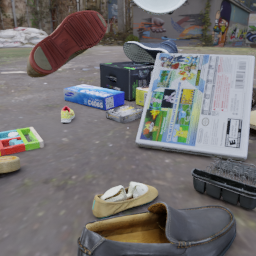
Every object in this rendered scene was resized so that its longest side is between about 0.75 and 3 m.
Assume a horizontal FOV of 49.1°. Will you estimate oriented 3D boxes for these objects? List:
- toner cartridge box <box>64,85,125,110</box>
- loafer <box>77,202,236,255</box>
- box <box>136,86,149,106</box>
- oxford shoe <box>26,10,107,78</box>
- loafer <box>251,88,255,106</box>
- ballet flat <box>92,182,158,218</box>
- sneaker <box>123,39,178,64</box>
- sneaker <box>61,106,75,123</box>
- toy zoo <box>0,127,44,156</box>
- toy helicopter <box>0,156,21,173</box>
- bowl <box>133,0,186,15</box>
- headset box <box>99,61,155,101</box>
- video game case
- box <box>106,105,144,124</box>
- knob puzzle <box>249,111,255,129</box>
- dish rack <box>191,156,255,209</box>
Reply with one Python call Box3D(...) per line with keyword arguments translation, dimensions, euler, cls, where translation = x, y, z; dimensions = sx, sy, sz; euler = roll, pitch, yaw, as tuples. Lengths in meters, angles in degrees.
Box3D(translation=(-1.442, -1.320, 11.657), dimensions=(2.475, 0.534, 1.176), euler=(16, 25, 37), cls="toner cartridge box")
Box3D(translation=(0.506, 1.391, 3.650), dimensions=(2.412, 0.872, 0.878), euler=(-10, 21, -28), cls="loafer")
Box3D(translation=(1.717, -1.473, 11.831), dimensions=(2.865, 0.718, 1.078), euler=(-16, 26, -39), cls="box")
Box3D(translation=(-1.266, -1.733, 5.699), dimensions=(2.091, 0.737, 0.782), euler=(-45, 19, -33), cls="oxford shoe")
Box3D(translation=(3.896, -1.406, 11.248), dimensions=(2.667, 0.973, 0.951), euler=(10, 22, 24), cls="loafer")
Box3D(translation=(0.002, 1.180, 4.907), dimensions=(1.337, 0.421, 0.459), euler=(-13, 23, -33), cls="ballet flat")
Box3D(translation=(1.153, -3.676, 13.224), dimensions=(2.442, 0.928, 1.764), euler=(22, 39, 25), cls="sneaker")
Box3D(translation=(-2.062, -0.535, 9.576), dimensions=(0.417, 0.482, 1.068), euler=(-4, 19, -6), cls="sneaker")
Box3D(translation=(-3.369, 0.400, 7.393), dimensions=(1.955, 0.200, 1.283), euler=(-11, 23, -29), cls="toy zoo")
Box3D(translation=(-3.261, 0.922, 5.312), dimensions=(1.692, 1.009, 2.558), euler=(1, 7, 30), cls="toy helicopter")
Box3D(translation=(0.755, -3.501, 7.007), dimensions=(1.622, 1.622, 0.729), euler=(1, -3, 2), cls="bowl")
Box3D(translation=(0.377, -2.351, 13.264), dimensions=(2.993, 1.388, 2.606), euler=(-13, 23, -31), cls="headset box")
Box3D(translation=(1.822, -0.722, 7.468), dimensions=(2.702, 2.964, 0.326), euler=(7, -24, 19), cls="video game case")
Box3D(translation=(-0.086, -0.496, 9.775), dimensions=(0.873, 0.266, 1.102), euler=(18, 27, 41), cls="box")
Box3D(translation=(4.650, -0.052, 8.364), dimensions=(2.811, 0.390, 2.811), euler=(0, 20, 0), cls="knob puzzle")
Box3D(translation=(2.125, 0.944, 5.546), dimensions=(1.262, 0.449, 1.646), euler=(16, 25, 35), cls="dish rack")
